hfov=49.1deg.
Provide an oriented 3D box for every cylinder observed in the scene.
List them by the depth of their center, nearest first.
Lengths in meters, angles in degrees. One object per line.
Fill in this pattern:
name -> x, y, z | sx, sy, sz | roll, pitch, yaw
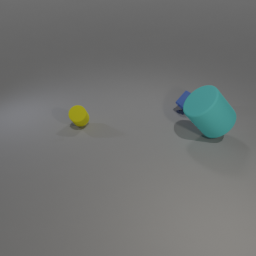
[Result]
cylinder -> 2.948, -0.581, 10.121 | 1.400, 1.400, 1.400 | -32, 35, 26
cylinder -> -1.951, -0.476, 11.181 | 0.700, 0.700, 0.700 | -1, -14, 3
cylinder -> 2.583, -1.170, 12.367 | 0.700, 0.700, 0.700 | -49, 39, 3
